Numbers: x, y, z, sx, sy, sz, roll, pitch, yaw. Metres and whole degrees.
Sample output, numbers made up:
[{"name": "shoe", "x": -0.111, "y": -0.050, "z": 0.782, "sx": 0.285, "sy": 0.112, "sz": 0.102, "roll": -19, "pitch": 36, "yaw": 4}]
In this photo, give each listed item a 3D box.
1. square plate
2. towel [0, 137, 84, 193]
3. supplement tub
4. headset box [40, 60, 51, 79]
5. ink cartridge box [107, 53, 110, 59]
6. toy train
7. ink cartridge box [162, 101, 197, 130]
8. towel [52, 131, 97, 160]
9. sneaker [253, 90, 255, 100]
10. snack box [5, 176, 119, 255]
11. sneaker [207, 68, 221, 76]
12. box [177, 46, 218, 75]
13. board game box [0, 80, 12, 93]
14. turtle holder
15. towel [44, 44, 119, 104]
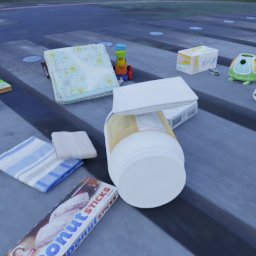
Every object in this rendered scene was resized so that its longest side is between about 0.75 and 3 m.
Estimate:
[{"name": "square plate", "x": 0.597, "y": -0.821, "z": 7.231, "sx": 1.969, "sy": 0.283, "sz": 1.988, "roll": -10, "pitch": 24, "yaw": 2}, {"name": "towel", "x": -2.611, "y": 0.967, "z": 8.176, "sx": 2.239, "sy": 0.267, "sz": 1.644, "roll": 18, "pitch": 36, "yaw": 28}, {"name": "supplement tub", "x": 0.367, "y": 0.569, "z": 7.303, "sx": 1.856, "sy": 1.856, "sz": 2.566, "roll": -4, "pitch": 32, "yaw": -6}, {"name": "headset box", "x": -2.718, "y": -3.246, "z": 13.764, "sx": 2.481, "sy": 0.931, "sz": 1.844, "roll": 4, "pitch": 37, "yaw": 34}, {"name": "ink cartridge box", "x": -2.388, "y": -3.107, "z": 14.951, "sx": 2.713, "sy": 0.641, "sz": 2.171, "roll": -13, "pitch": 30, "yaw": 12}, {"name": "toy train", "x": -0.353, "y": -3.071, "z": 13.712, "sx": 1.115, "sy": 1.524, "sz": 2.634, "roll": -1, "pitch": 31, "yaw": 0}, {"name": "ink cartridge box", "x": 1.166, "y": -0.765, "z": 10.896, "sx": 2.410, "sy": 0.570, "sz": 1.929, "roll": 20, "pitch": 36, "yaw": 37}, {"name": "towel", "x": -1.692, "y": 0.482, "z": 8.559, "sx": 1.163, "sy": 0.303, "sz": 1.756, "roll": -2, "pitch": 21, "yaw": -22}, {"name": "sneaker", "x": 6.297, "y": -1.184, "z": 11.377, "sx": 2.328, "sy": 0.844, "sz": 1.327, "roll": 18, "pitch": 40, "yaw": 42}, {"name": "snack box", "x": -1.317, "y": 2.104, "z": 6.182, "sx": 0.989, "sy": 0.334, "sz": 2.751, "roll": 16, "pitch": 34, "yaw": 24}, {"name": "sneaker", "x": 4.547, "y": -2.941, "z": 14.781, "sx": 0.323, "sy": 0.292, "sz": 0.759, "roll": -16, "pitch": 40, "yaw": -42}, {"name": "box", "x": 3.772, "y": -3.727, "z": 15.297, "sx": 2.024, "sy": 1.026, "sz": 1.138, "roll": -20, "pitch": 36, "yaw": -30}, {"name": "board game box", "x": -6.526, "y": -2.062, "z": 13.220, "sx": 2.240, "sy": 0.336, "sz": 1.070, "roll": 29, "pitch": 40, "yaw": 36}, {"name": "turtle holder", "x": 5.823, "y": -2.856, "z": 13.616, "sx": 1.347, "sy": 1.259, "sz": 1.773, "roll": -14, "pitch": 33, "yaw": -23}, {"name": "towel", "x": -1.960, "y": -2.380, "z": 12.018, "sx": 2.823, "sy": 2.416, "sz": 0.680, "roll": -14, "pitch": -11, "yaw": -23}]
